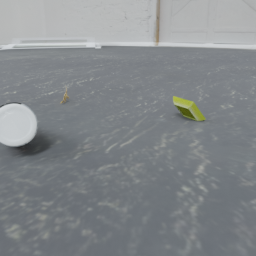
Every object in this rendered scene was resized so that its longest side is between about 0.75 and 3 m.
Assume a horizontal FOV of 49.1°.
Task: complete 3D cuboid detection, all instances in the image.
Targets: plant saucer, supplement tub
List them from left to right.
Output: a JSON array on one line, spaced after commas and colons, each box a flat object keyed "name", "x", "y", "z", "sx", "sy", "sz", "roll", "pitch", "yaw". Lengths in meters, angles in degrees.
[{"name": "supplement tub", "x": -2.833, "y": -0.099, "z": 7.060, "sx": 1.032, "sy": 1.032, "sz": 1.684, "roll": -8, "pitch": 4, "yaw": -19}, {"name": "plant saucer", "x": 1.972, "y": -0.594, "z": 9.285, "sx": 0.232, "sy": 0.968, "sz": 0.969, "roll": -52, "pitch": 37, "yaw": -8}]

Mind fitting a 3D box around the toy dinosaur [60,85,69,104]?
[{"name": "toy dinosaur", "x": -2.501, "y": -1.287, "z": 11.247, "sx": 0.227, "sy": 0.779, "sz": 0.394, "roll": 15, "pitch": -10, "yaw": 4}]
